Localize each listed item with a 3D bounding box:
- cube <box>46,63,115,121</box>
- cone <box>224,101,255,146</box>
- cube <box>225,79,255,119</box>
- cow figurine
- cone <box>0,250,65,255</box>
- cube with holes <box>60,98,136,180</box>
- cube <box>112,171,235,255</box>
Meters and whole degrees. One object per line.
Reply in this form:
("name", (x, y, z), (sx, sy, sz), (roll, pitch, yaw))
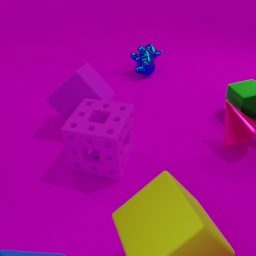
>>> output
("cube", (-1.224, -0.855, 7.535), (1.169, 1.169, 1.169), (-37, 14, 20))
("cone", (2.666, -0.224, 6.981), (1.013, 1.017, 1.013), (-25, -2, -1))
("cube", (3.474, -0.812, 8.242), (0.840, 0.840, 0.840), (-13, 37, -8))
("cow figurine", (0.790, -2.606, 10.782), (1.456, 0.812, 1.480), (9, 59, -45))
("cone", (-1.460, 1.922, 3.853), (0.887, 0.891, 0.887), (-35, 22, 16))
("cube with holes", (-0.600, 0.222, 6.399), (1.226, 1.226, 1.226), (9, 41, 15))
("cube", (0.625, 1.539, 4.084), (1.094, 1.094, 1.094), (-41, 35, 6))
